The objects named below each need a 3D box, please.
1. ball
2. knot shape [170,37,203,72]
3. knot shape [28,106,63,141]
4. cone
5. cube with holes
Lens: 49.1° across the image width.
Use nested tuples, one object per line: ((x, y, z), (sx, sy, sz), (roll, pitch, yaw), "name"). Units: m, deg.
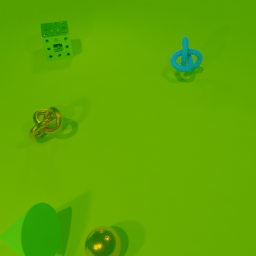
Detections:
((-0.518, 2.453, 5.846), (0.767, 0.767, 0.767), (0, 50, 0), "ball")
((2.031, -2.339, 9.448), (0.569, 1.153, 1.232), (5, 76, 51), "knot shape")
((-2.244, -0.180, 7.861), (1.101, 0.543, 1.176), (-13, 44, 33), "knot shape")
((-2.230, 2.216, 5.783), (1.189, 1.184, 1.184), (-13, 46, 21), "cone")
((-2.687, -3.309, 10.618), (0.984, 0.984, 0.984), (-10, 50, -9), "cube with holes")
